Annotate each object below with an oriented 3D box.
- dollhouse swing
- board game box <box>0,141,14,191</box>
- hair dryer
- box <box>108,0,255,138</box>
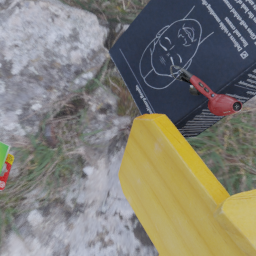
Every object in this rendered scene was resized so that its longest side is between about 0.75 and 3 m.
[{"bbox_3d":[1.549,1.187,4.517,2.679,2.948,2.591,-9,56,-17],"label":"dollhouse swing"},{"bbox_3d":[-3.455,0.372,5.631,0.355,2.366,1.130,-43,30,22],"label":"board game box"},{"bbox_3d":[1.030,-0.422,3.681,1.061,0.808,0.288,35,97,42],"label":"hair dryer"},{"bbox_3d":[1.395,-1.442,5.027,2.925,1.566,2.171,-41,65,34],"label":"box"}]
